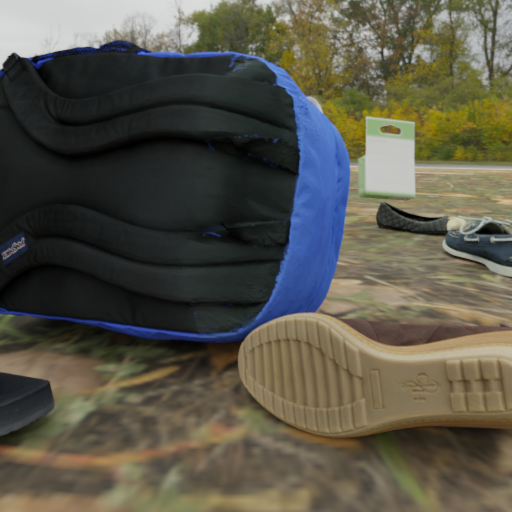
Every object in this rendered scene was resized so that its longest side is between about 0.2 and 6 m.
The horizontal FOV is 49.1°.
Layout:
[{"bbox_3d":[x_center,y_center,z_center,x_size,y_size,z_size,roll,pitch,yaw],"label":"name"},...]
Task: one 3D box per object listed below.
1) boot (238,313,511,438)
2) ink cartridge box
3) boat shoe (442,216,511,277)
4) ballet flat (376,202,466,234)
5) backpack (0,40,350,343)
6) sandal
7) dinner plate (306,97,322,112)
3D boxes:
[{"bbox_3d":[1.141,0.831,3.998,2.120,0.767,1.763,-3,-8,37],"label":"boot"},{"bbox_3d":[2.713,-1.996,11.632,1.165,1.601,0.384,2,-6,-16],"label":"ink cartridge box"},{"bbox_3d":[3.581,-0.227,8.609,0.854,0.705,2.281,-1,11,-4],"label":"boat shoe"},{"bbox_3d":[3.375,-0.779,11.697,2.011,0.571,0.668,10,15,42],"label":"ballet flat"},{"bbox_3d":[-0.709,-0.577,5.479,3.242,2.635,2.721,4,0,27],"label":"backpack"},{"bbox_3d":[-2.535,0.825,3.842,2.462,0.527,0.936,4,12,20],"label":"sandal"},{"bbox_3d":[0.734,-1.417,8.853,0.255,2.103,2.103,5,9,-19],"label":"dinner plate"}]
